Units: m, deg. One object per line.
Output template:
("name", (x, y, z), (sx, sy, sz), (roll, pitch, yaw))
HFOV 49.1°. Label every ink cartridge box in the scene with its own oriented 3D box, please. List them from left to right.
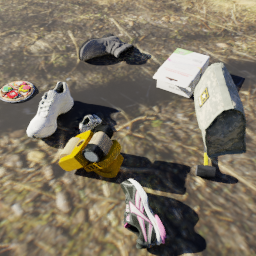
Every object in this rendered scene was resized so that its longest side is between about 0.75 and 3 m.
("ink cartridge box", (2.505, -2.512, 13.245), (1.744, 1.002, 2.977), (22, 48, 21))

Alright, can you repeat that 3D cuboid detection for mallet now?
("mallet", (2.746, 0.985, 10.172), (0.677, 0.423, 2.056), (1, 39, 7))

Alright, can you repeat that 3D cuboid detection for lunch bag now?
("lunch bag", (2.643, -0.507, 8.081), (1.320, 2.245, 1.842), (-9, 49, 14))

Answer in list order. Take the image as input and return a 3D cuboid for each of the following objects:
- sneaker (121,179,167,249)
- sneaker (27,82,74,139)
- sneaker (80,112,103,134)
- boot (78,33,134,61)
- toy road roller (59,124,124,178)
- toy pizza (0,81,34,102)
("sneaker", (0.215, 2.486, 8.227), (0.956, 0.889, 2.214), (-19, 46, -17))
("sneaker", (-3.218, -0.777, 11.294), (1.086, 1.269, 2.914), (11, 46, 11))
("sneaker", (-1.454, -0.321, 11.317), (0.493, 0.589, 1.330), (22, 47, 23))
("boot", (-1.117, -4.178, 15.030), (1.861, 0.986, 2.827), (36, 58, 27))
("toy road roller", (-1.151, 0.995, 9.683), (2.143, 1.564, 1.317), (-18, 31, 37))
("toy pizza", (-5.191, -1.765, 13.019), (1.610, 0.255, 1.610), (0, 44, 0))
